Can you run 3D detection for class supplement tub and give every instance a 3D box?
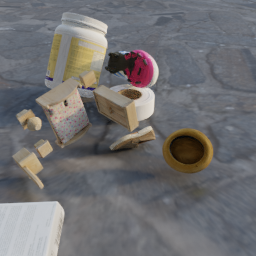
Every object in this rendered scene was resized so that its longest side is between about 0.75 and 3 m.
[{"bbox_3d":[-1.497,-2.110,8.308,1.559,2.145,1.559,15,9,-2],"label":"supplement tub"}]

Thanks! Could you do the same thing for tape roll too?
[{"bbox_3d":[0.030,-0.752,8.071,1.454,0.509,1.454,0,34,0],"label":"tape roll"}]

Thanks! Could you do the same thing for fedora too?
[{"bbox_3d":[1.234,0.508,5.805,1.024,0.418,1.024,-6,65,14],"label":"fedora"}]

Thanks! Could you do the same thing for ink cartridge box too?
[{"bbox_3d":[-1.952,1.786,3.934,1.852,0.528,1.505,-5,41,5],"label":"ink cartridge box"}]

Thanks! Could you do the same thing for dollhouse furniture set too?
[{"bbox_3d":[-1.094,-0.049,5.680,1.106,1.295,2.498,31,57,36],"label":"dollhouse furniture set"}]

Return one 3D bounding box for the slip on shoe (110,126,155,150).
[{"bbox_3d":[0.124,0.320,6.567,1.112,0.423,0.337,-23,79,-18],"label":"slip on shoe"}]

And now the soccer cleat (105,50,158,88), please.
[{"bbox_3d":[0.349,-1.820,8.501,1.236,1.000,2.862,8,16,-29],"label":"soccer cleat"}]
